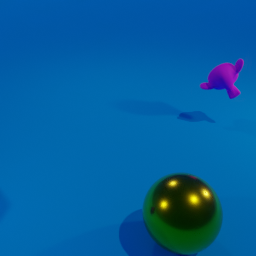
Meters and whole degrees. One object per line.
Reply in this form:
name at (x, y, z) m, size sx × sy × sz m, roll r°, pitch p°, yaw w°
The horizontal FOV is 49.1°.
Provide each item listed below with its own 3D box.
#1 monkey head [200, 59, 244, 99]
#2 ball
monkey head at (2.841, -1.364, 8.149) m, size 0.813 × 1.349 × 0.971 m, roll 22°, pitch 40°, yaw -55°
ball at (0.922, 1.446, 4.820) m, size 1.351 × 1.351 × 1.351 m, roll 0°, pitch 32°, yaw 0°
